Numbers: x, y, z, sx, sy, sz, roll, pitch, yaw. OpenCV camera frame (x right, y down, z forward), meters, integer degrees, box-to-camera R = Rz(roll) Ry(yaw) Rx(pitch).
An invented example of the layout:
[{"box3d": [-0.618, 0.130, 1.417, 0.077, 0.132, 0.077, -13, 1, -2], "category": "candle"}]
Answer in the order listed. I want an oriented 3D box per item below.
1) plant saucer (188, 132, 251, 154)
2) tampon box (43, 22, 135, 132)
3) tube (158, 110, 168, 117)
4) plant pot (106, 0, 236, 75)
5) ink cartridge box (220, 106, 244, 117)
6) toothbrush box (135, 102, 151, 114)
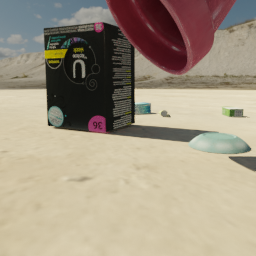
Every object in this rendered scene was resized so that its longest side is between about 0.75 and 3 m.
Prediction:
[{"box3d": [2.046, 0.291, 6.305, 1.359, 0.262, 1.359, -1, 9, 0], "category": "plant saucer"}, {"box3d": [-1.146, -1.531, 8.779, 2.238, 2.986, 1.885, 5, 11, 28], "category": "tampon box"}, {"box3d": [1.496, -0.646, 11.841, 0.313, 0.280, 1.079, 39, 7, 2], "category": "tube"}, {"box3d": [0.974, -2.438, 5.029, 1.990, 2.224, 2.224, -44, 20, -7], "category": "plant pot"}, {"box3d": [4.353, -0.700, 11.849, 0.591, 0.337, 1.138, 0, 10, -3], "category": "ink cartridge box"}, {"box3d": [0.406, -0.909, 12.708, 1.076, 0.459, 0.788, -4, 10, -22], "category": "toothbrush box"}]
